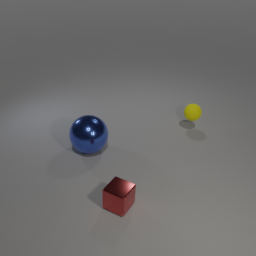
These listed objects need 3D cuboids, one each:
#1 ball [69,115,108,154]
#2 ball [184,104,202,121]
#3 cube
[{"bbox_3d":[-1.410,0.227,10.107,1.400,1.400,1.400,0,31,0],"label":"ball"},{"bbox_3d":[2.612,-0.630,11.292,0.700,0.700,0.700,0,31,0],"label":"ball"},{"bbox_3d":[-0.252,1.932,7.945,0.700,0.700,0.700,17,33,24],"label":"cube"}]
